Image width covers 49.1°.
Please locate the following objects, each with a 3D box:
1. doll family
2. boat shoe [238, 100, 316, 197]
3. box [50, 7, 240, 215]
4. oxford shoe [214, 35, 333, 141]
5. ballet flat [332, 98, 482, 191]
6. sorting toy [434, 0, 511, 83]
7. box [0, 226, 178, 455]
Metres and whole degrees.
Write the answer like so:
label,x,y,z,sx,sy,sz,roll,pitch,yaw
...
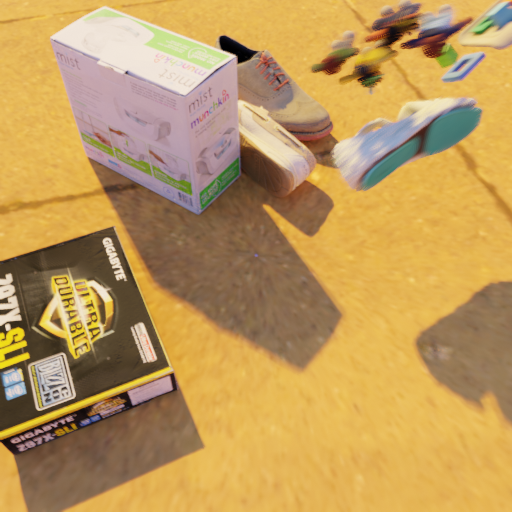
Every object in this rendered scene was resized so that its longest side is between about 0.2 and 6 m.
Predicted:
label,x,y,z,sx,sy,sz,roll,pitch,yaw
doll family,1.801,-2.874,7.668,2.133,0.837,1.233,-26,22,35
boat shoe,-0.088,-2.290,10.574,1.025,1.093,2.964,-33,67,-27
box,-1.828,-2.495,9.711,2.873,2.535,1.389,28,56,22
oxford shoe,0.200,-3.407,11.325,3.251,1.216,1.145,35,58,25
ballet flat,2.247,-1.869,8.394,2.641,0.948,0.948,-28,56,-22
sorting toy,3.727,-3.649,8.075,2.828,0.385,1.593,-40,19,15
box,-2.665,1.039,7.986,2.274,0.703,2.847,-20,53,-14
